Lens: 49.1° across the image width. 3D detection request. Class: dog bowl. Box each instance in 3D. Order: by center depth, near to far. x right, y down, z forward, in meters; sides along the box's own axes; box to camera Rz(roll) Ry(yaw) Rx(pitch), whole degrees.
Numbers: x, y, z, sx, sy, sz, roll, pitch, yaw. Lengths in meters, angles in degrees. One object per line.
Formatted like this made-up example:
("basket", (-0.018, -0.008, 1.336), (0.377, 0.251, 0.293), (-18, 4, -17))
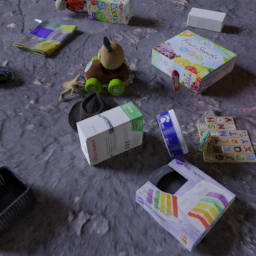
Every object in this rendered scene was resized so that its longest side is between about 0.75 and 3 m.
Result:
("dog bowl", (1.388, 0.175, 8.772), (0.561, 1.424, 1.424), (-19, 48, 8))

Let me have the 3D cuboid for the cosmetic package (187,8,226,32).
("cosmetic package", (4.243, -5.860, 15.153), (1.876, 0.694, 0.953), (17, 50, 17))

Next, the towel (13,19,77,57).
("towel", (-4.162, -4.670, 14.307), (2.109, 0.334, 2.936), (20, 51, 18))

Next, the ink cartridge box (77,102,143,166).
("ink cartridge box", (-0.560, 0.190, 9.191), (1.992, 1.454, 0.837), (-22, 52, -19))

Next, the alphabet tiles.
("alphabet tiles", (3.434, 0.354, 9.970), (1.742, 0.079, 2.083), (0, 49, 1))

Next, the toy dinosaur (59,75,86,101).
("toy dinosaur", (-2.187, -1.802, 11.606), (0.933, 0.537, 1.846), (16, 50, 15))

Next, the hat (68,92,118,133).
("hat", (-1.297, -0.753, 10.452), (2.122, 0.856, 2.122), (-1, 48, 1))

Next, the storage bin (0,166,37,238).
("storage bin", (-3.690, 2.160, 7.815), (1.275, 0.884, 1.887), (29, 55, 24))

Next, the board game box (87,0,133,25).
("board game box", (-0.977, -6.683, 15.531), (2.261, 1.186, 1.165), (12, 50, 12))

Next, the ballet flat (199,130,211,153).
("ballet flat", (2.698, 0.470, 9.683), (0.292, 0.316, 0.938), (36, 57, -5))

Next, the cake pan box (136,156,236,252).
("cake pan box", (1.605, 2.010, 8.105), (2.018, 0.573, 2.191), (-32, 53, -30))

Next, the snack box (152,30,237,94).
("snack box", (2.859, -3.029, 12.403), (2.387, 0.958, 2.831), (-33, 57, -24))

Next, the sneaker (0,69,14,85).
("sneaker", (-5.757, -2.159, 11.870), (1.684, 0.597, 0.698), (1, 41, -3))

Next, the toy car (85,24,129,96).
("toy car", (-0.886, -2.827, 11.277), (1.867, 2.367, 1.944), (2, 48, 2))

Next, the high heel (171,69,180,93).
("high heel", (1.657, -1.633, 9.810), (0.289, 0.859, 0.412), (2, 56, 13))

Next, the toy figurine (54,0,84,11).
("toy figurine", (-3.480, -8.058, 16.013), (1.637, 2.316, 2.353), (-6, 47, -20))
